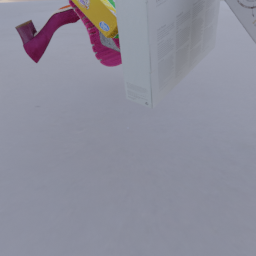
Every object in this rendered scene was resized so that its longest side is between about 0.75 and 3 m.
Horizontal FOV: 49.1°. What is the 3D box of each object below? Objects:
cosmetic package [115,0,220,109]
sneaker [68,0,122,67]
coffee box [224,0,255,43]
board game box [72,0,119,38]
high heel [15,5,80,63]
[{"bbox_3d":[0.836,-1.815,4.901,0.646,1.886,2.501,25,51,28],"label":"cosmetic package"},{"bbox_3d":[-0.663,-2.582,6.402,1.006,2.473,1.091,-17,8,7],"label":"sneaker"},{"bbox_3d":[2.235,-1.563,3.742,1.324,0.935,2.343,-24,78,-44],"label":"coffee box"},{"bbox_3d":[-0.646,-2.417,5.141,1.780,0.359,1.362,47,24,-1],"label":"board game box"},{"bbox_3d":[-1.791,-2.509,7.375,2.235,1.074,0.753,-11,32,20],"label":"high heel"}]
